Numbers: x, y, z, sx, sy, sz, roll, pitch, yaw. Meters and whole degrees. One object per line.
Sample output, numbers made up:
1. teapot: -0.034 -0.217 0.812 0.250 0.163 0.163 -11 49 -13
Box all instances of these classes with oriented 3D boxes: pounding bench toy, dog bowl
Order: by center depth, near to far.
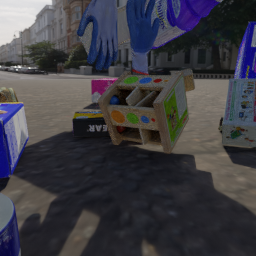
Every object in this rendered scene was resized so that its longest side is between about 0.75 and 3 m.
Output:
1. dog bowl: -1.519 0.956 2.159 1.278 0.503 1.278 0 12 0
2. pounding bench toy: 0.479 -0.612 6.132 1.511 1.204 1.938 7 42 31

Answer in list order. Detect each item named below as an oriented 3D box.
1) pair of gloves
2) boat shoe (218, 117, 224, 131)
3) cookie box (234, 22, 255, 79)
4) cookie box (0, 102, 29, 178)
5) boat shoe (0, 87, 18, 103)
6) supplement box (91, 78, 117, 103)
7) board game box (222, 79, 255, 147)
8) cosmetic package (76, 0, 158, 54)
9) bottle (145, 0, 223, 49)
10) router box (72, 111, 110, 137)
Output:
1. pair of gloves: -0.084 -2.280 6.409 0.292 2.060 2.562 8 7 41
2. boat shoe: 2.953 -0.057 7.179 1.238 0.407 0.442 8 14 32
3. cookie box: 3.709 -1.486 8.199 1.064 2.422 2.832 9 6 16
4. cookie box: -3.002 0.145 4.918 2.111 0.927 2.467 -4 12 -13
5. boat shoe: -4.786 -0.988 10.633 0.897 1.000 2.703 -22 20 -29
6. supplement box: -1.011 -1.944 14.346 1.153 1.129 2.231 3 12 13
7. board game box: 3.215 -0.335 6.017 2.141 0.688 1.580 5 48 22
8. cosmetic package: -0.219 -3.530 9.782 2.918 1.067 1.511 -24 15 2
9. bottle: 1.376 -3.158 7.674 0.899 1.150 2.754 -8 -4 -40
10. router box: -0.508 -0.140 7.411 1.826 0.466 1.362 -2 12 -8
